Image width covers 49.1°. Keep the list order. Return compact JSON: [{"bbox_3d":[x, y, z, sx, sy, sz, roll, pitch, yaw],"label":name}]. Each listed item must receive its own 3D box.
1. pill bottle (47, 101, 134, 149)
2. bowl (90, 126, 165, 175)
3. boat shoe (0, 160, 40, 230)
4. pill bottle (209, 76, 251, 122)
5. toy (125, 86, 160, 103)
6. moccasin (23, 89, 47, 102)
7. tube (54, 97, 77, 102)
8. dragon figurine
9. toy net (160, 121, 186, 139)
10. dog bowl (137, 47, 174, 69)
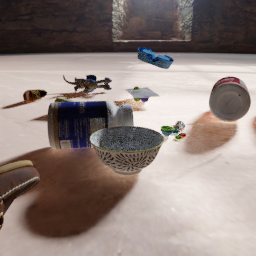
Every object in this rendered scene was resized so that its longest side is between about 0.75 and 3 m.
[{"bbox_3d":[-1.005,-0.100,7.771,2.254,1.305,1.305,-2,19,-8],"label":"pill bottle"},{"bbox_3d":[-0.024,0.577,6.530,1.707,0.801,1.707,1,19,0],"label":"bowl"},{"bbox_3d":[-2.425,1.375,4.247,0.951,0.952,2.705,48,40,13],"label":"boat shoe"},{"bbox_3d":[3.951,-1.243,10.931,1.434,1.434,2.617,6,19,17],"label":"pill bottle"},{"bbox_3d":[0.634,-1.507,13.163,1.197,0.491,2.079,-6,23,-10],"label":"toy"},{"bbox_3d":[-4.379,-1.547,13.272,0.614,0.581,1.590,-3,8,17],"label":"moccasin"},{"bbox_3d":[-1.896,-0.773,11.014,2.172,0.564,0.630,14,61,24],"label":"tube"},{"bbox_3d":[-2.208,-2.461,15.432,2.853,0.839,1.418,13,23,33],"label":"dragon figurine"},{"bbox_3d":[1.597,-0.002,9.059,0.750,0.276,1.430,10,21,27],"label":"toy net"},{"bbox_3d":[0.619,-1.622,6.539,0.886,0.220,0.494,23,30,8],"label":"dog bowl"}]
